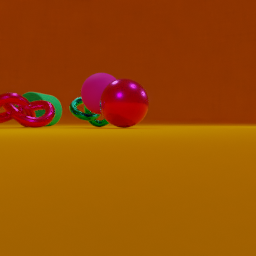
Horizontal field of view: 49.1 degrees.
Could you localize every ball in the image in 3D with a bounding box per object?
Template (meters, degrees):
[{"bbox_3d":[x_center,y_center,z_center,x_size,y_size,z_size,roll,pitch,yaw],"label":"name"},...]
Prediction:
[{"bbox_3d":[-0.766,-0.998,8.183,1.196,1.196,1.196,0,1,0],"label":"ball"},{"bbox_3d":[-0.098,-0.625,7.087,1.243,1.243,1.243,0,1,0],"label":"ball"}]

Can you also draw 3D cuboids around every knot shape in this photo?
[{"bbox_3d":[-2.909,-0.450,7.875,1.697,0.838,1.813,6,-2,-1],"label":"knot shape"},{"bbox_3d":[-1.111,-0.811,9.069,1.496,1.400,0.691,14,-17,-37],"label":"knot shape"}]

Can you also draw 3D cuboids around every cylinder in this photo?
[{"bbox_3d":[-3.188,-0.643,10.117,1.197,1.197,1.197,0,1,14],"label":"cylinder"}]
